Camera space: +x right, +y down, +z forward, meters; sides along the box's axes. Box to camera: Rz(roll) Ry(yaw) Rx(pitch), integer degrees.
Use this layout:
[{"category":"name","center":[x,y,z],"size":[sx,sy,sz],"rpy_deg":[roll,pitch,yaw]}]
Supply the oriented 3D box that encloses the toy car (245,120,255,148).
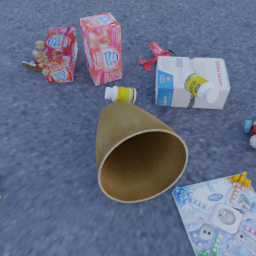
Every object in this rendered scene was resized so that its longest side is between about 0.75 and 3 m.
[{"category":"toy car","center":[4.686,0.375,10.064],"size":[1.014,0.973,1.100],"rpy_deg":[11,79,25]}]

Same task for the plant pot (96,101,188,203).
[{"category":"plant pot","center":[0.031,0.390,9.010],"size":[2.696,2.696,2.893],"rpy_deg":[-15,37,-12]}]

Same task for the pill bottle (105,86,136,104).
[{"category":"pill bottle","center":[-0.284,-1.233,10.374],"size":[1.078,0.600,0.600],"rpy_deg":[4,49,-16]}]

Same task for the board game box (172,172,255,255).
[{"category":"board game box","center":[2.952,2.648,8.342],"size":[2.583,0.334,2.583],"rpy_deg":[-11,51,-9]}]

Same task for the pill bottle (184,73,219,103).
[{"category":"pill bottle","center":[2.394,-1.282,9.105],"size":[0.656,0.656,1.170],"rpy_deg":[-20,39,-16]}]

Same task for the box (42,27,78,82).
[{"category":"box","center":[-3.063,-3.366,12.746],"size":[1.228,1.282,2.572],"rpy_deg":[-1,50,-1]}]

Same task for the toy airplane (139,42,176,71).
[{"category":"toy airplane","center":[1.371,-3.250,13.252],"size":[1.973,0.363,1.973],"rpy_deg":[2,56,-2]}]

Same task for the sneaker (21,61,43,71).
[{"category":"sneaker","center":[-4.336,-3.010,13.028],"size":[1.094,0.384,0.594],"rpy_deg":[13,56,2]}]

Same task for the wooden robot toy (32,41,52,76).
[{"category":"wooden robot toy","center":[-3.001,-2.367,9.390],"size":[0.556,1.225,0.540],"rpy_deg":[35,57,28]}]

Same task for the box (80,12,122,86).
[{"category":"box","center":[-1.058,-3.252,11.777],"size":[1.342,2.615,1.238],"rpy_deg":[-18,52,-14]}]

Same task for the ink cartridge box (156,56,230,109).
[{"category":"ink cartridge box","center":[2.551,-1.903,11.584],"size":[2.746,1.179,2.011],"rpy_deg":[4,51,2]}]
